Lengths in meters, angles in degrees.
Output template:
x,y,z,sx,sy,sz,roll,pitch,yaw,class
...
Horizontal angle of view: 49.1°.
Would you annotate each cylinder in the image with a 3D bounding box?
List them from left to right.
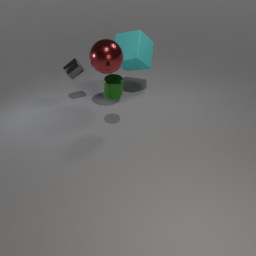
x,y,z,sx,sy,sz,roll,pitch,yaw,class
-2.450,-2.679,12.693,0.700,0.700,0.700,-36,33,8,cylinder
-0.538,-1.529,10.403,0.700,0.700,0.700,3,45,-3,cylinder

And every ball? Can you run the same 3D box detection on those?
x,y,z,sx,sy,sz,roll,pitch,yaw,class
-0.888,-2.939,11.537,1.400,1.400,1.400,0,31,0,ball

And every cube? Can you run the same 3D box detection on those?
x,y,z,sx,sy,sz,roll,pitch,yaw,class
0.257,-3.674,13.489,1.400,1.400,1.400,2,-8,31,cube
